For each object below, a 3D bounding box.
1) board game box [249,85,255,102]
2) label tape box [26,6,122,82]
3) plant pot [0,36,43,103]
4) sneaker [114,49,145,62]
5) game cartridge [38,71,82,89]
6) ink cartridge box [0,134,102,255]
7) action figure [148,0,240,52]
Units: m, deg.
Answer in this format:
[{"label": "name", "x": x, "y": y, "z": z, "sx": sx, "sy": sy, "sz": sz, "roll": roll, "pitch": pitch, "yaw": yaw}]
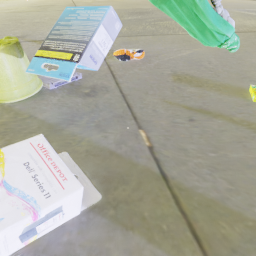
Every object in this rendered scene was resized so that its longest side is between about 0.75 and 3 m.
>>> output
[{"label": "board game box", "x": 4.898, "y": -1.290, "z": 10.435, "sx": 0.536, "sy": 0.251, "sz": 1.056, "roll": 7, "pitch": 31, "yaw": 11}, {"label": "label tape box", "x": -1.562, "y": -2.350, "z": 8.212, "sx": 1.837, "sy": 0.847, "sz": 2.563, "roll": 15, "pitch": 72, "yaw": 32}, {"label": "plant pot", "x": -4.374, "y": -2.217, "z": 10.179, "sx": 2.036, "sy": 1.872, "sz": 2.036, "roll": -5, "pitch": 36, "yaw": 4}, {"label": "sneaker", "x": -0.028, "y": -3.818, "z": 14.529, "sx": 1.674, "sy": 0.634, "sz": 0.770, "roll": -7, "pitch": 23, "yaw": -26}, {"label": "game cartridge", "x": -2.922, "y": -2.077, "z": 11.769, "sx": 1.095, "sy": 0.324, "sz": 1.690, "roll": 19, "pitch": 35, "yaw": 36}, {"label": "ink cartridge box", "x": -1.978, "y": 1.163, "z": 5.191, "sx": 2.831, "sy": 0.953, "sz": 1.658, "roll": -24, "pitch": 54, "yaw": -35}, {"label": "action figure", "x": 1.062, "y": -2.038, "z": 4.633, "sx": 0.616, "sy": 2.253, "sz": 1.331, "roll": -57, "pitch": 18, "yaw": -15}]
